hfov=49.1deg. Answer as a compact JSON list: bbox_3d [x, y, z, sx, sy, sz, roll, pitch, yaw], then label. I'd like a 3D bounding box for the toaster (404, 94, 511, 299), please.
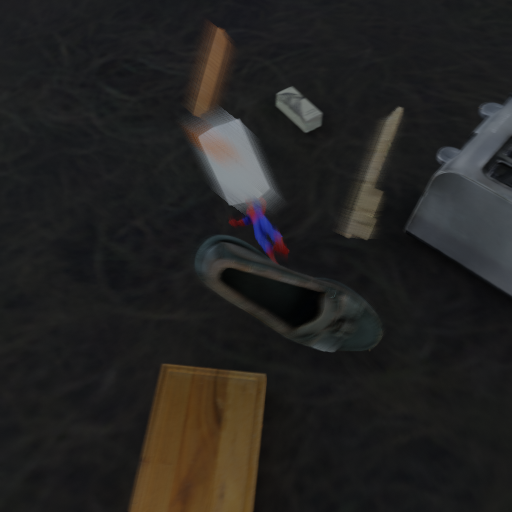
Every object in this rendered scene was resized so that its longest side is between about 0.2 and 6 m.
[{"bbox_3d":[4.952,-0.933,9.573,3.666,2.175,3.315,37,63,22],"label":"toaster"}]

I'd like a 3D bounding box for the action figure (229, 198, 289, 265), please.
[{"bbox_3d":[-0.096,-0.598,9.751,0.871,0.574,1.760,18,31,-29],"label":"action figure"}]

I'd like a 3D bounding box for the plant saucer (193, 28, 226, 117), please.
[{"bbox_3d":[-0.849,-3.399,10.496,0.262,1.624,1.624,15,55,-10],"label":"plant saucer"}]

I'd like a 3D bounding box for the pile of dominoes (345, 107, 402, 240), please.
[{"bbox_3d":[2.162,-1.394,9.575,0.359,2.252,1.755,23,32,11],"label":"pile of dominoes"}]

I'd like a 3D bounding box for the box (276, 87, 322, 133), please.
[{"bbox_3d":[0.931,-3.202,12.260,0.448,0.373,1.090,-31,61,-20],"label":"box"}]

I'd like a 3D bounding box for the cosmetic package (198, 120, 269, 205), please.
[{"bbox_3d":[-0.319,-1.326,8.042,0.557,1.099,0.391,-8,26,41],"label":"cosmetic package"}]

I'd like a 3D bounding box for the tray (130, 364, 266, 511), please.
[{"bbox_3d":[-0.817,3.143,7.697,1.590,0.597,3.224,5,54,3],"label":"tray"}]

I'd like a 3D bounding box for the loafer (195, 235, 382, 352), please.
[{"bbox_3d":[0.559,0.759,8.188,3.158,1.135,0.993,26,9,-16],"label":"loafer"}]
